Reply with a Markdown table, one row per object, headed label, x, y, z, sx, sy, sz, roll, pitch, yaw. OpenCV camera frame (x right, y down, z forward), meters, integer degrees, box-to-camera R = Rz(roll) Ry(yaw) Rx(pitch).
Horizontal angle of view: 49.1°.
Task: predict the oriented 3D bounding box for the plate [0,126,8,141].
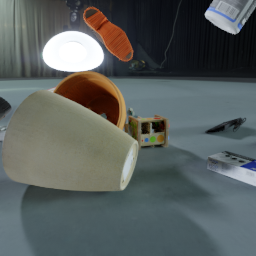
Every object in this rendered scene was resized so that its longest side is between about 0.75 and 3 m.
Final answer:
| label | x | y | z | sx | sy | sz | roll | pitch | yaw |
| --- | --- | --- | --- | --- | --- | --- | --- | --- | --- |
| plate | -4.020 | 0.135 | 9.340 | 1.416 | 0.229 | 1.413 | -1 | 12 | -3 |

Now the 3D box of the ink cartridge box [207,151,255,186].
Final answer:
| label | x | y | z | sx | sy | sz | roll | pitch | yaw |
| --- | --- | --- | --- | --- | --- | --- | --- | --- | --- |
| ink cartridge box | 2.501 | 0.866 | 5.983 | 0.685 | 0.322 | 1.458 | -11 | 17 | -35 |

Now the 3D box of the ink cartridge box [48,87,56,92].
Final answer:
| label | x | y | z | sx | sy | sz | roll | pitch | yaw |
| --- | --- | --- | --- | --- | --- | --- | --- | --- | --- |
| ink cartridge box | -3.230 | -1.278 | 12.810 | 1.713 | 0.991 | 2.948 | -22 | 20 | -17 |

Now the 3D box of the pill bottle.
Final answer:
| label | x | y | z | sx | sy | sz | roll | pitch | yaw |
| --- | --- | --- | --- | --- | --- | --- | --- | --- | --- |
| pill bottle | 2.569 | -3.074 | 6.363 | 0.908 | 1.595 | 0.908 | 29 | 17 | -10 |

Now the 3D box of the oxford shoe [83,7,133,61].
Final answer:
| label | x | y | z | sx | sy | sz | roll | pitch | yaw |
| --- | --- | --- | --- | --- | --- | --- | --- | --- | --- |
| oxford shoe | -0.625 | -3.154 | 9.633 | 0.773 | 2.167 | 0.790 | -40 | 2 | -2 |

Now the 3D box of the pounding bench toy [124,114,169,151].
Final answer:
| label | x | y | z | sx | sy | sz | roll | pitch | yaw |
| --- | --- | --- | --- | --- | --- | --- | --- | --- | --- |
| pounding bench toy | 0.551 | 0.041 | 8.391 | 1.051 | 0.837 | 1.347 | -4 | 14 | -18 |

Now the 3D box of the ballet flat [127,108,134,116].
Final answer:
| label | x | y | z | sx | sy | sz | roll | pitch | yaw |
| --- | --- | --- | --- | --- | --- | --- | --- | --- | --- |
| ballet flat | 0.140 | -0.778 | 13.016 | 0.348 | 0.329 | 1.032 | -2 | 13 | -6 |

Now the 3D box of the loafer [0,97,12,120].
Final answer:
| label | x | y | z | sx | sy | sz | roll | pitch | yaw |
| --- | --- | --- | --- | --- | --- | --- | --- | --- | --- |
| loafer | -5.106 | -0.208 | 9.731 | 1.055 | 1.026 | 2.890 | 43 | 20 | -7 |

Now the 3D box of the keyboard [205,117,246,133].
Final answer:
| label | x | y | z | sx | sy | sz | roll | pitch | yaw |
| --- | --- | --- | --- | --- | --- | --- | --- | --- | --- |
| keyboard | 3.595 | -0.008 | 10.047 | 1.009 | 0.384 | 1.939 | -19 | -1 | 40 |

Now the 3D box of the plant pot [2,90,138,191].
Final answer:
| label | x | y | z | sx | sy | sz | roll | pitch | yaw |
| --- | --- | --- | --- | --- | --- | --- | --- | --- | --- |
| plant pot | -0.891 | 0.426 | 5.248 | 1.990 | 1.864 | 1.864 | 16 | 17 | 15 |

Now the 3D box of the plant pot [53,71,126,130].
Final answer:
| label | x | y | z | sx | sy | sz | roll | pitch | yaw |
| --- | --- | --- | --- | --- | --- | --- | --- | --- | --- |
| plant pot | -0.956 | -0.378 | 7.939 | 2.152 | 2.152 | 1.506 | 4 | -2 | 17 |
